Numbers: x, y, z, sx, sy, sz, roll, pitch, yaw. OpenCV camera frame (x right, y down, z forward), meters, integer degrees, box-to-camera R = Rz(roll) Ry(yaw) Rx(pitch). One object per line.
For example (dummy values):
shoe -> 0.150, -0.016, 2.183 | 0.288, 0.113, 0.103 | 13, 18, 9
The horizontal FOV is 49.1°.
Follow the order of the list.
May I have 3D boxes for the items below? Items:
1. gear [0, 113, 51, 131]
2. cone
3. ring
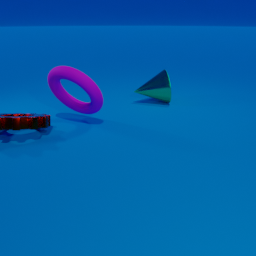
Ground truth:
gear -> -2.969, -0.192, 7.536 | 1.676, 0.310, 1.676 | 1, 7, 0
cone -> 0.809, -1.406, 10.119 | 1.228, 1.224, 1.224 | -10, 23, -3
ring -> -1.495, -1.036, 7.958 | 1.743, 1.743, 0.349 | 12, 56, 27
